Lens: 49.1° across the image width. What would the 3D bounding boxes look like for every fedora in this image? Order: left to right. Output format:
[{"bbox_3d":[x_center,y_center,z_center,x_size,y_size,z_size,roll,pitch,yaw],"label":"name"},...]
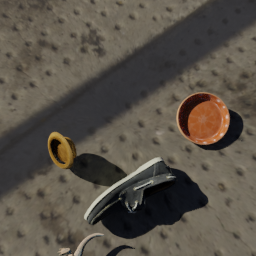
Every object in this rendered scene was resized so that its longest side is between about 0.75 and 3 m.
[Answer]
[{"bbox_3d":[-1.851,0.624,8.156,0.472,1.157,1.157,-21,69,-47],"label":"fedora"}]

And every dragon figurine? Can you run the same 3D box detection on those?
[{"bbox_3d":[-1.503,3.843,7.184,2.484,0.731,1.235,-37,111,-34],"label":"dragon figurine"}]

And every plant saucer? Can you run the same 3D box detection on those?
[{"bbox_3d":[2.343,-0.292,8.801,1.648,0.266,1.648,0,85,-2],"label":"plant saucer"}]

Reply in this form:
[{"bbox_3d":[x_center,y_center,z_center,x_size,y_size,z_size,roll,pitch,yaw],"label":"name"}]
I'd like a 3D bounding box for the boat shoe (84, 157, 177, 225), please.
[{"bbox_3d":[0.077,1.901,7.806,2.780,0.998,0.940,-31,64,-11],"label":"boat shoe"}]
